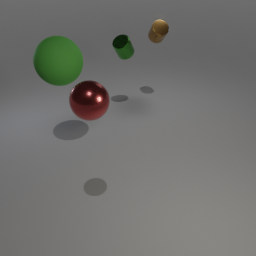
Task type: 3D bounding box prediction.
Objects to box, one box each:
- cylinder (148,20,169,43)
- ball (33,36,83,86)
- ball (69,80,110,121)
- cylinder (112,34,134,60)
[{"bbox_3d":[1.249,-3.972,11.554,0.700,0.700,0.700,-7,-8,-12],"label":"cylinder"},{"bbox_3d":[-1.996,-1.921,8.066,1.400,1.400,1.400,0,30,0],"label":"ball"},{"bbox_3d":[-0.668,-0.476,4.875,0.700,0.700,0.700,0,30,0],"label":"ball"},{"bbox_3d":[-0.175,-3.176,11.015,0.700,0.700,0.700,-8,64,16],"label":"cylinder"}]
